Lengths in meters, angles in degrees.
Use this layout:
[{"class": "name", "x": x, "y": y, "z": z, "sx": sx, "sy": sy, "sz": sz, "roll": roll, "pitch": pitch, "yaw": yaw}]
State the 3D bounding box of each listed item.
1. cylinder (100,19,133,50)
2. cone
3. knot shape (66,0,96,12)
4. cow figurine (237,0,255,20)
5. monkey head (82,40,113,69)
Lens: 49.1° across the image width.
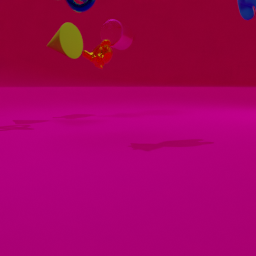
[{"class": "cylinder", "x": -0.383, "y": -3.256, "z": 9.843, "sx": 0.878, "sy": 0.878, "sz": 0.878, "roll": 4, "pitch": 7, "yaw": 25}, {"class": "cone", "x": -2.083, "y": -2.550, "z": 8.455, "sx": 1.024, "sy": 1.020, "sz": 1.020, "roll": 0, "pitch": 8, "yaw": 30}, {"class": "knot shape", "x": -1.427, "y": -3.386, "z": 7.013, "sx": 1.135, "sy": 0.561, "sz": 1.213, "roll": -7, "pitch": 48, "yaw": -23}, {"class": "cow figurine", "x": 2.262, "y": -2.682, "z": 5.128, "sx": 1.321, "sy": 1.299, "sz": 0.725, "roll": -35, "pitch": 23, "yaw": -12}, {"class": "monkey head", "x": -1.006, "y": -2.531, "z": 9.485, "sx": 0.951, "sy": 0.797, "sz": 1.322, "roll": 27, "pitch": -15, "yaw": -9}]
